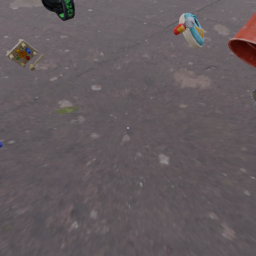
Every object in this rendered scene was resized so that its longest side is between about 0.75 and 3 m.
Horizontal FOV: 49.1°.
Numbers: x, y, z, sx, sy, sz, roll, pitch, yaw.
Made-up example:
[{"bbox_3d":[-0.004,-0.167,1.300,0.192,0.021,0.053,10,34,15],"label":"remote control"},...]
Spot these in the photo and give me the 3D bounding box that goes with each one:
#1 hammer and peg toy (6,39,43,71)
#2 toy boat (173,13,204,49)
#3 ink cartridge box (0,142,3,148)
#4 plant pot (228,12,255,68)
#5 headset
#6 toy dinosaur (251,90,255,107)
[{"bbox_3d":[-2.525,-1.798,6.939,0.590,0.802,0.283,-42,65,6],"label":"hammer and peg toy"},{"bbox_3d":[1.754,-2.745,7.737,1.283,0.596,1.078,-19,83,-54],"label":"toy boat"},{"bbox_3d":[-2.791,0.142,4.144,1.230,0.688,1.803,-41,78,-7],"label":"ink cartridge box"},{"bbox_3d":[2.689,-1.761,4.989,1.260,1.226,1.260,32,7,-4],"label":"plant pot"},{"bbox_3d":[-2.081,-4.348,8.270,1.207,1.587,2.569,-26,63,-17],"label":"headset"},{"bbox_3d":[3.365,-1.075,6.355,0.657,1.707,0.873,5,28,-22],"label":"toy dinosaur"}]
